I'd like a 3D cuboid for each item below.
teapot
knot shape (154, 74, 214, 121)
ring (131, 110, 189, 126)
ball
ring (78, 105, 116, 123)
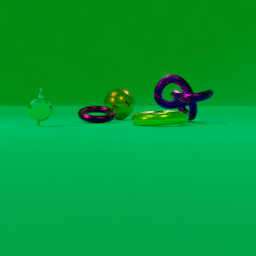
[{"bbox_3d":[-2.523,-0.582,8.016,0.683,1.099,0.538,4,15,-26],"label":"teapot"},{"bbox_3d":[2.023,-1.041,9.642,1.845,0.911,1.972,-4,-31,45],"label":"knot shape"},{"bbox_3d":[0.962,-0.313,8.578,1.754,0.351,1.754,-3,6,0],"label":"ring"},{"bbox_3d":[-0.358,-0.975,11.318,1.271,1.271,1.271,0,5,0],"label":"ball"},{"bbox_3d":[-1.074,-0.485,9.703,1.331,0.266,1.331,3,22,-1],"label":"ring"}]
